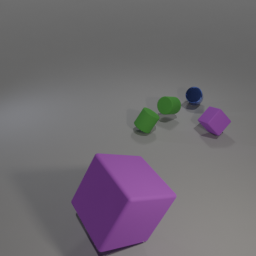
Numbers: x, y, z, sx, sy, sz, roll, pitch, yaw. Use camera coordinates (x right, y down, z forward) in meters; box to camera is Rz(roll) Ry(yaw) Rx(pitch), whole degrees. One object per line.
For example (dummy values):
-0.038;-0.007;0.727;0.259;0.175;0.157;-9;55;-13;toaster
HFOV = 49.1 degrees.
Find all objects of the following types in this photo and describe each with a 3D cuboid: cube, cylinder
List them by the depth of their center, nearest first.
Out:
-0.123;1.534;6.053;1.400;1.400;1.400;9;27;-43;cube
3.115;-0.262;10.130;0.700;0.700;0.700;-49;22;-3;cube
0.687;-0.283;10.286;0.700;0.700;0.700;29;19;-11;cylinder
1.619;-0.886;11.009;0.700;0.700;0.700;24;18;35;cylinder
2.877;-1.372;12.109;0.700;0.700;0.700;12;-1;19;cylinder
